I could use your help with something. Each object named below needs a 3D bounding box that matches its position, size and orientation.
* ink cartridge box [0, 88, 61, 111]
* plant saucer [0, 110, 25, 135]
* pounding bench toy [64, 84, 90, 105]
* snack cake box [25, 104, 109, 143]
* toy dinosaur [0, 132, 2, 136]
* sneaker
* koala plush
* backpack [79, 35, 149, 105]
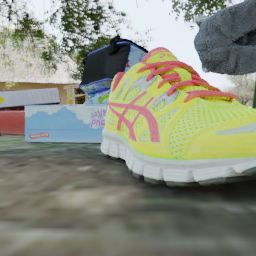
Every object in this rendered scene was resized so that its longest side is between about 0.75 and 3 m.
[{"bbox_3d":[-3.265,-0.477,7.732,2.274,0.534,2.248,-11,-7,-31],"label":"ink cartridge box"},{"bbox_3d":[-1.555,-0.171,6.867,2.895,0.532,2.900,2,3,38],"label":"plant saucer"},{"bbox_3d":[-1.544,-1.001,11.995,2.172,1.694,1.350,1,4,41],"label":"pounding bench toy"},{"bbox_3d":[-0.600,-0.081,4.298,1.640,0.551,0.943,0,1,9],"label":"snack cake box"},{"bbox_3d":[-3.162,-0.107,5.211,1.390,0.597,0.942,-8,12,-29],"label":"toy dinosaur"},{"bbox_3d":[0.289,-0.154,1.983,0.786,0.908,2.010,0,4,-28],"label":"sneaker"},{"bbox_3d":[2.873,-2.723,8.748,2.383,2.300,2.594,-16,19,-6],"label":"koala plush"},{"bbox_3d":[0.130,-1.117,8.554,2.815,2.069,2.576,17,-7,-30],"label":"backpack"}]
